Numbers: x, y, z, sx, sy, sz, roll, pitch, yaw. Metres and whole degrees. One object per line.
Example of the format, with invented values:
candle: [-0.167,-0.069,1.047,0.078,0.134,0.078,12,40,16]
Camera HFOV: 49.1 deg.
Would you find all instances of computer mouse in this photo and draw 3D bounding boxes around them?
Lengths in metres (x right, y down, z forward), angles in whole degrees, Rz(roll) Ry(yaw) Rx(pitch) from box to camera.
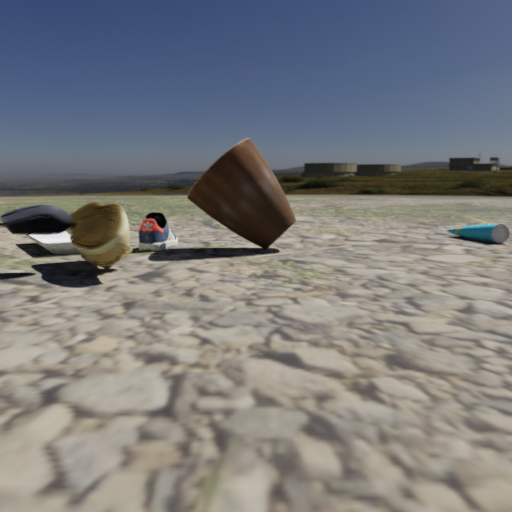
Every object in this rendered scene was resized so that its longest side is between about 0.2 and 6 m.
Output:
computer mouse: [-3.983,-0.607,8.525,2.264,0.385,0.664,-2,31,-27]

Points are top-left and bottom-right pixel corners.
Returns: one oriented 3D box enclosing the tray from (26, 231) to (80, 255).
tray: [-4.054,-0.317,12.034,1.436,0.297,2.675,-6,10,-30]

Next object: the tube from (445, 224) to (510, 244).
tube: [5.354,-0.557,13.548,0.702,0.457,1.812,12,1,-13]

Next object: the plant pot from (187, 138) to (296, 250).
plant pot: [-0.123,-1.122,11.623,1.785,1.910,1.785,-44,0,0]

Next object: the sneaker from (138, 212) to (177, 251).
sneaker: [-2.101,-0.574,12.145,0.685,0.772,1.826,0,7,0]

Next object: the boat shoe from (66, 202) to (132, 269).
boat shoe: [-2.459,-0.282,9.105,0.969,0.869,2.619,-37,25,-12]
